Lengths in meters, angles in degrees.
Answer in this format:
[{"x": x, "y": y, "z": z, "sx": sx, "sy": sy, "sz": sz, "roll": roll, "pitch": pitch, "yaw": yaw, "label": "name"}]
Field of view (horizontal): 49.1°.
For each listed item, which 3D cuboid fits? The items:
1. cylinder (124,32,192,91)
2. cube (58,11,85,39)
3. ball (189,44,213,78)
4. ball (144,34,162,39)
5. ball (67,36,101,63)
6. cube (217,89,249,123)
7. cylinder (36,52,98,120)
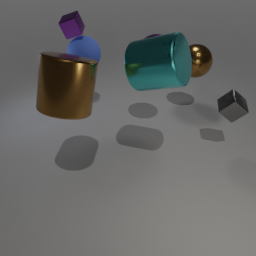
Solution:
[{"x": 0.836, "y": -1.755, "z": 7.589, "sx": 1.400, "sy": 1.400, "sz": 1.400, "roll": -1, "pitch": 27, "yaw": 32, "label": "cylinder"}, {"x": -2.186, "y": -4.022, "z": 10.950, "sx": 0.700, "sy": 0.700, "sz": 0.700, "roll": -11, "pitch": 44, "yaw": 17, "label": "cube"}, {"x": 2.877, "y": -2.847, "z": 11.903, "sx": 1.400, "sy": 1.400, "sz": 1.400, "roll": 0, "pitch": 32, "yaw": 0, "label": "ball"}, {"x": 1.002, "y": -2.635, "z": 10.027, "sx": 1.400, "sy": 1.400, "sz": 1.400, "roll": 0, "pitch": 32, "yaw": 0, "label": "ball"}, {"x": -1.827, "y": -3.104, "z": 11.640, "sx": 1.400, "sy": 1.400, "sz": 1.400, "roll": 0, "pitch": 32, "yaw": 0, "label": "ball"}, {"x": 3.569, "y": -0.753, "z": 9.560, "sx": 0.700, "sy": 0.700, "sz": 0.700, "roll": 34, "pitch": 42, "yaw": -20, "label": "cube"}, {"x": -1.529, "y": -1.078, "z": 7.008, "sx": 1.400, "sy": 1.400, "sz": 1.400, "roll": 9, "pitch": 18, "yaw": -3, "label": "cylinder"}]
